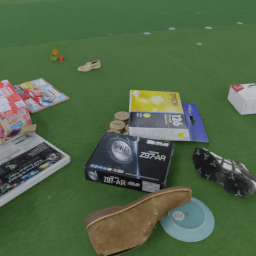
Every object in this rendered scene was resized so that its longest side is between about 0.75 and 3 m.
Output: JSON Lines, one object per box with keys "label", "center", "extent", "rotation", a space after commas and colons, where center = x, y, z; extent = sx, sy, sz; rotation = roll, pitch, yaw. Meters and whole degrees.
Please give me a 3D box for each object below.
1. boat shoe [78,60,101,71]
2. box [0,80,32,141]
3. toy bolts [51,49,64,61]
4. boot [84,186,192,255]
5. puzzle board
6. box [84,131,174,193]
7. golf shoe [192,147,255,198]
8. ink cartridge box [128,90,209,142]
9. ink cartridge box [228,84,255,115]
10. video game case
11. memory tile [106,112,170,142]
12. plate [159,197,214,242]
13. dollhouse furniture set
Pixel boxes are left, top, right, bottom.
{"label": "boat shoe", "center": [-2.230, -3.598, 16.093], "extent": [1.388, 0.451, 0.501], "rotation": [-18, 39, -24]}
{"label": "box", "center": [-5.033, -0.748, 11.300], "extent": [1.396, 1.288, 2.721], "rotation": [-22, 41, -28]}
{"label": "toy bolts", "center": [-4.307, -4.464, 17.210], "extent": [0.770, 0.736, 0.534], "rotation": [11, 26, -16]}
{"label": "boot", "center": [0.455, 2.396, 7.257], "extent": [2.964, 1.091, 1.118], "rotation": [-19, 54, -12]}
{"label": "puzzle board", "center": [-4.363, -1.664, 13.430], "extent": [1.950, 0.225, 2.588], "rotation": [-28, 48, -34]}
{"label": "box", "center": [0.113, 1.088, 9.334], "extent": [2.561, 0.557, 2.051], "rotation": [10, 36, 13]}
{"label": "golf shoe", "center": [3.050, 1.342, 8.905], "extent": [1.075, 0.884, 2.274], "rotation": [-7, 34, -39]}
{"label": "ink cartridge box", "center": [1.529, -0.577, 11.321], "extent": [2.991, 0.703, 2.956], "rotation": [1, 34, 2]}
{"label": "ink cartridge box", "center": [5.753, -1.354, 12.568], "extent": [1.970, 0.817, 1.446], "rotation": [-5, 35, -6]}
{"label": "video game case", "center": [-3.765, 1.191, 9.419], "extent": [2.460, 0.316, 2.706], "rotation": [26, 42, 33]}
{"label": "memory tile", "center": [0.518, 0.065, 11.088], "extent": [2.621, 0.220, 2.009], "rotation": [10, 36, 14]}
{"label": "plate", "center": [1.619, 2.420, 7.760], "extent": [1.536, 0.196, 1.536], "rotation": [0, 35, 0]}
{"label": "dollhouse furniture set", "center": [-4.172, -0.059, 10.262], "extent": [0.903, 1.008, 1.272], "rotation": [57, 26, 12]}
